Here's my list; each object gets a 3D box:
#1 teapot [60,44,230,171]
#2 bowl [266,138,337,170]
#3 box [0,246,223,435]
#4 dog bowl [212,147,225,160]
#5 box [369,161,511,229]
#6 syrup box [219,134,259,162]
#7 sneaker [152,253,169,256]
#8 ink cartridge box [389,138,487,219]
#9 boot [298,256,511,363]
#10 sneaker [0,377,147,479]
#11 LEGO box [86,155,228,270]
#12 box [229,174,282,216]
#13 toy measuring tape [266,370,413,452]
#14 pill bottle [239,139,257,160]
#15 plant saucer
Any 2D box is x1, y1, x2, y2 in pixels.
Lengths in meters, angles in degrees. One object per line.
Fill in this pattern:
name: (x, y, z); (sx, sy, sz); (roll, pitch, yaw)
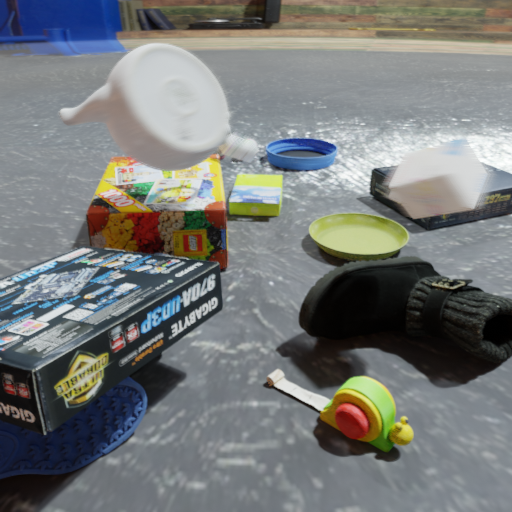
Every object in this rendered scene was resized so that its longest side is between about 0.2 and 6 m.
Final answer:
teapot: (-1.632, -2.305, 9.416); (1.615, 2.212, 2.183); (-23, 25, 49)
bowl: (1.336, -3.011, 16.531); (2.110, 0.414, 2.110); (0, 28, 0)
box: (-2.241, 0.730, 6.742); (2.491, 0.721, 3.134); (6, 20, 27)
dog bowl: (-1.522, -3.227, 16.826); (1.445, 0.533, 1.445); (1, 27, 0)
box: (4.599, -1.606, 13.389); (2.984, 0.761, 2.353); (-11, 30, -20)
syrup box: (-0.405, -2.432, 12.575); (0.911, 0.371, 0.359); (8, 41, -48)
sneaker: (-1.610, 0.643, 8.960); (1.524, 0.802, 2.110); (-26, 35, -36)
ink cartridge box: (2.336, -0.985, 7.392); (1.045, 0.654, 0.672); (-8, 44, 51)
boot: (2.310, 0.878, 8.180); (2.897, 1.090, 2.166); (-15, 31, -28)
sneaker: (-2.915, 1.869, 6.198); (3.258, 1.143, 1.269); (-12, 23, -35)
LEGO box: (-1.910, -0.982, 11.581); (2.501, 1.296, 3.358); (-3, 27, -5)
box: (0.020, -1.447, 13.413); (1.183, 0.462, 1.940); (2, 27, 4)
toy measuring tape: (0.996, 1.715, 6.982); (2.079, 0.765, 0.765); (22, 34, 36)
pill bottle: (-0.321, -3.181, 16.787); (0.475, 0.475, 0.874); (9, 28, 17)
plant saucer: (2.082, -0.363, 11.479); (2.008, 0.312, 2.008); (0, 26, 0)
